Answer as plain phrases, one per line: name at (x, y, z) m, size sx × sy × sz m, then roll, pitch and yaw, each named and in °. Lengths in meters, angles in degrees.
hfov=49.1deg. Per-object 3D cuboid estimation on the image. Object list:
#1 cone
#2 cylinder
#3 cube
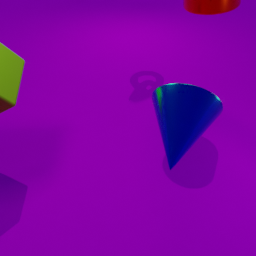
cone at (0.695, 0.099, 3.843) m, size 1.021 × 1.021 × 1.025 m, roll 12°, pitch 68°, yaw 13°
cylinder at (1.890, -3.390, 6.225) m, size 1.304 × 1.304 × 1.304 m, roll -6°, pitch 40°, yaw 5°
cube at (-2.954, -0.988, 5.442) m, size 1.197 × 1.197 × 1.197 m, roll -19°, pitch 55°, yaw 27°
